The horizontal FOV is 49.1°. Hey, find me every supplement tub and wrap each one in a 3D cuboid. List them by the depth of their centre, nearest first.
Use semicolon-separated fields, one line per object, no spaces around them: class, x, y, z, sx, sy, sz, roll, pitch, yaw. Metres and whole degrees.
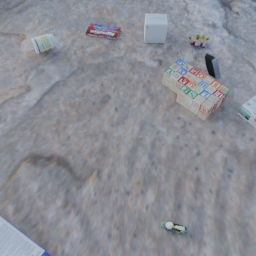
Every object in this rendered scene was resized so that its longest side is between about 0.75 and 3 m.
supplement tub;-4.015;-4.057;13.417;0.998;0.724;0.724;-25;60;-16

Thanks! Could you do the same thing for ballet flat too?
ballet flat;1.475;3.128;8.880;0.867;0.322;0.322;12;57;8

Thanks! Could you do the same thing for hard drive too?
hard drive;3.642;-2.640;12.091;0.229;1.082;0.730;-31;39;-4

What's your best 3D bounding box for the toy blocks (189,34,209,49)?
toy blocks;3.422;-4.165;13.714;0.950;0.475;0.649;12;68;10

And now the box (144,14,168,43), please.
box;1.351;-4.887;13.757;1.081;1.087;0.931;1;53;0

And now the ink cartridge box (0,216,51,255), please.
ink cartridge box;-3.493;3.872;7.936;2.664;1.017;1.817;27;60;19

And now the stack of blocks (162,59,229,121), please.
stack of blocks;2.679;-1.659;11.794;2.570;0.753;1.480;39;65;23

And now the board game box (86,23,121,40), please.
board game box;-1.268;-4.959;14.369;1.642;0.160;0.845;11;58;7

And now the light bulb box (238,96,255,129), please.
light bulb box;5.156;-0.663;11.211;0.995;0.621;0.986;-32;62;-19
